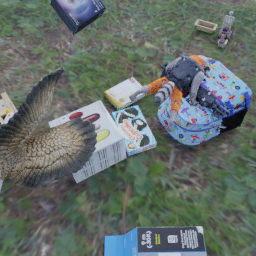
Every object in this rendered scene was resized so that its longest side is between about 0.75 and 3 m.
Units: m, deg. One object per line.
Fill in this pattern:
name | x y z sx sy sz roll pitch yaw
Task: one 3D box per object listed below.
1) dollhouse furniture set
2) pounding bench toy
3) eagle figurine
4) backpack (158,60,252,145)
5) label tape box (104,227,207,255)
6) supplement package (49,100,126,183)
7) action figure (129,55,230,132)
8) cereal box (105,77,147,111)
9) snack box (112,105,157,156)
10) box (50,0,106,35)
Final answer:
dollhouse furniture set | 3.363 -4.079 11.011 1.498 1.063 1.187 23 58 15
pounding bench toy | -3.498 0.492 7.596 1.725 1.374 2.211 -31 60 -20
eagle figurine | -2.061 0.219 5.616 2.690 2.041 2.030 -22 86 -2
backpack | 2.118 -0.685 8.342 2.296 1.545 2.096 -23 59 -14
label tape box | 0.579 3.100 6.154 2.275 0.720 1.640 -1 55 -1
supplement package | -1.097 0.357 7.813 1.581 1.163 1.512 -26 59 -15
action figure | 1.132 -0.739 5.344 1.734 0.907 1.677 36 71 20
cereal box | -0.068 -1.169 9.463 1.192 0.236 0.858 -30 60 -20
snack box | 0.166 0.045 8.577 0.892 0.285 1.536 -17 57 -12
box | -1.165 -2.847 6.539 0.894 0.556 0.901 -41 102 -15
